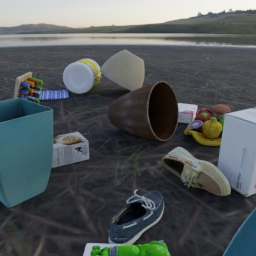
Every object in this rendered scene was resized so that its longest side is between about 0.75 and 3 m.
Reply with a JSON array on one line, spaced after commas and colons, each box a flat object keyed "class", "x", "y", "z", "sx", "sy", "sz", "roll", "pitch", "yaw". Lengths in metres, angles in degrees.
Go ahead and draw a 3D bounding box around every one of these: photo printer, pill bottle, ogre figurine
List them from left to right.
[{"class": "pill bottle", "x": -2.499, "y": -3.071, "z": 16.099, "sx": 1.686, "sy": 1.686, "sz": 2.998, "roll": 2, "pitch": 19, "yaw": 5}, {"class": "photo printer", "x": -0.306, "y": 2.163, "z": 4.417, "sx": 0.853, "sy": 0.296, "sz": 0.709, "roll": 1, "pitch": 21, "yaw": 5}, {"class": "ogre figurine", "x": 0.243, "y": 2.178, "z": 3.566, "sx": 1.130, "sy": 0.925, "sz": 1.885, "roll": -18, "pitch": 13, "yaw": -12}]

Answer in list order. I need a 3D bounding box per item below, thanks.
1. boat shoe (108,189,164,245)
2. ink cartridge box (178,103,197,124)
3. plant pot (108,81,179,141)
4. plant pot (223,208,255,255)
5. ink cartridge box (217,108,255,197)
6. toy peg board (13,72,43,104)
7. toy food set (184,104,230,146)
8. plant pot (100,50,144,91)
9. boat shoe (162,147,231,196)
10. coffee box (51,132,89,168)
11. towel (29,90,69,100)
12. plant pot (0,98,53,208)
[{"class": "boat shoe", "x": 0.205, "y": 1.629, "z": 5.488, "sx": 0.633, "sy": 0.523, "sz": 1.690, "roll": 17, "pitch": 27, "yaw": 36}, {"class": "ink cartridge box", "x": 2.284, "y": -0.608, "z": 11.351, "sx": 0.847, "sy": 0.493, "sz": 1.163, "roll": 8, "pitch": 24, "yaw": 21}, {"class": "plant pot", "x": 0.377, "y": -0.525, "z": 9.669, "sx": 2.063, "sy": 1.928, "sz": 1.928, "roll": -1, "pitch": 16, "yaw": 38}, {"class": "plant pot", "x": 2.007, "y": 1.893, "z": 2.770, "sx": 1.641, "sy": 2.436, "sz": 2.436, "roll": 32, "pitch": 30, "yaw": 12}, {"class": "ink cartridge box", "x": 3.469, "y": 0.401, "z": 6.905, "sx": 2.440, "sy": 1.791, "sz": 1.011, "roll": -11, "pitch": 24, "yaw": -28}, {"class": "toy peg board", "x": -4.478, "y": -1.581, "z": 12.662, "sx": 0.751, "sy": 1.535, "sz": 1.529, "roll": 15, "pitch": 21, "yaw": -3}, {"class": "toy food set", "x": 2.982, "y": -0.309, "z": 9.973, "sx": 1.645, "sy": 0.914, "sz": 2.797, "roll": 8, "pitch": 22, "yaw": 20}, {"class": "plant pot", "x": -0.077, "y": -3.215, "z": 15.125, "sx": 2.463, "sy": 1.653, "sz": 2.463, "roll": 28, "pitch": 14, "yaw": -7}, {"class": "boat shoe", "x": 1.558, "y": 1.113, "z": 6.741, "sx": 0.655, "sy": 0.731, "sz": 1.975, "roll": -23, "pitch": 26, "yaw": -21}, {"class": "coffee box", "x": -1.966, "y": 0.638, "z": 7.946, "sx": 1.510, "sy": 0.603, "sz": 0.854, "roll": -11, "pitch": 24, "yaw": -27}, {"class": "towel", "x": -4.151, "y": -1.747, "z": 14.671, "sx": 2.019, "sy": 0.241, "sz": 1.462, "roll": -5, "pitch": 22, "yaw": -12}, {"class": "plant pot", "x": -2.563, "y": 0.566, "z": 6.156, "sx": 1.435, "sy": 2.032, "sz": 1.436, "roll": 18, "pitch": 27, "yaw": 39}]
